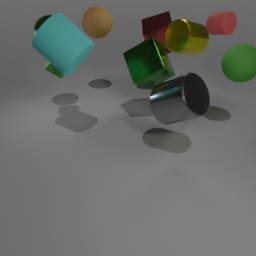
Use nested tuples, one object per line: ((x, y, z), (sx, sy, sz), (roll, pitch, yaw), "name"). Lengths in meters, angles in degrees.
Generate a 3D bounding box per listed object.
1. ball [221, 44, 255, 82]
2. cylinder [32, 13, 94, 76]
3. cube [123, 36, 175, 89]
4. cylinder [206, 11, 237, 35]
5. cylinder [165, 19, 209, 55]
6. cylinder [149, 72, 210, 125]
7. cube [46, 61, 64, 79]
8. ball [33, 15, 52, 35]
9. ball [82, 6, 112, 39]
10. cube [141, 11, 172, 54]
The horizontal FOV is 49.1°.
((4.232, -2.412, 10.468), (1.400, 1.400, 1.400), (0, 30, 0), "ball")
((-2.063, -2.652, 8.969), (1.400, 1.400, 1.400), (42, 33, -7), "cylinder")
((0.876, -2.575, 11.358), (1.400, 1.400, 1.400), (-24, -12, 23), "cube")
((3.060, -3.422, 9.174), (0.700, 0.700, 0.700), (-19, 25, -29), "cylinder")
((2.586, -3.960, 12.306), (1.400, 1.400, 1.400), (-6, 27, -41), "cylinder")
((1.655, -0.909, 9.025), (1.400, 1.400, 1.400), (-30, 10, -41), "cylinder")
((-2.688, -2.512, 10.928), (0.700, 0.700, 0.700), (30, 37, -26), "cube")
((-3.023, -3.743, 11.129), (1.400, 1.400, 1.400), (0, 30, 0), "ball")
((-1.421, -4.868, 12.952), (1.400, 1.400, 1.400), (0, 30, 0), "ball")
((1.526, -4.492, 13.522), (1.400, 1.400, 1.400), (-13, 48, 13), "cube")
